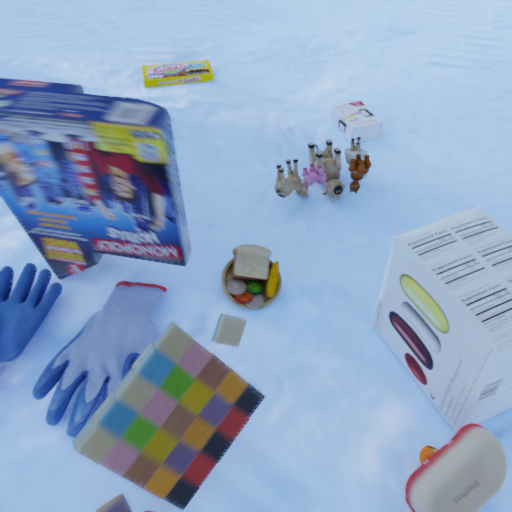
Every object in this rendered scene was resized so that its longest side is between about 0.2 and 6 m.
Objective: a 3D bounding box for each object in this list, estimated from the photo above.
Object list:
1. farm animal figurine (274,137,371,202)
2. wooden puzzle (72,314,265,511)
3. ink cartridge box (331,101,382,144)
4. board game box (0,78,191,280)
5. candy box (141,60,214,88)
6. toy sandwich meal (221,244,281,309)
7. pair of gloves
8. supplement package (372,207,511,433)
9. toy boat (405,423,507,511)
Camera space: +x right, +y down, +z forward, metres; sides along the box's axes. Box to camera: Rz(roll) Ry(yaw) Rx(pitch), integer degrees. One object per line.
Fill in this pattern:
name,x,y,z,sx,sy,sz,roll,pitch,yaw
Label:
farm animal figurine,1.272,-1.532,10.718,1.795,0.936,1.775,-2,32,8
wooden puzzle,-0.911,1.822,6.235,2.703,1.603,0.190,-52,30,-12
ink cartridge box,2.226,-2.986,12.470,0.751,0.436,1.018,-15,44,-15
board game box,-2.461,-0.910,8.351,3.124,3.123,0.964,9,46,12
candy box,-2.026,-4.689,14.365,1.770,0.234,0.904,-8,42,-9
toy sandwich meal,-0.059,0.317,8.903,1.083,0.371,1.083,2,64,-5
pair of gloves,-2.975,1.228,8.136,3.416,0.389,2.746,7,42,4
supplement package,2.823,0.817,7.475,1.483,1.929,2.017,-18,47,-17
toy boat,2.242,2.496,6.568,1.307,0.853,0.855,-38,19,-7
